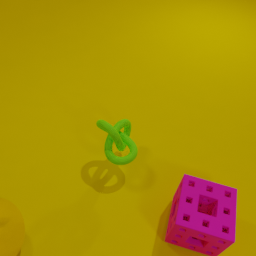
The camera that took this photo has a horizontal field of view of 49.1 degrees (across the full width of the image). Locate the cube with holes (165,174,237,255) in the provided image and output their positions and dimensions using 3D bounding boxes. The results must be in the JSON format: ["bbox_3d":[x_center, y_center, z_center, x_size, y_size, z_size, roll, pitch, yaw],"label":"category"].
[{"bbox_3d":[1.428,1.745,5.555,1.047,1.047,1.047,15,52,6],"label":"cube with holes"}]

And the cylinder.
[{"bbox_3d":[-2.772,1.946,4.953,1.343,1.343,1.343,-2,79,10],"label":"cylinder"}]

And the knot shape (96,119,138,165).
[{"bbox_3d":[-0.278,0.186,6.302,0.540,1.093,1.168,-29,34,28],"label":"knot shape"}]
